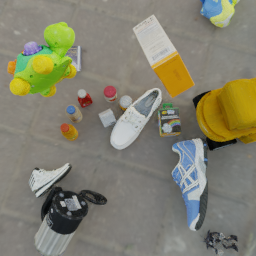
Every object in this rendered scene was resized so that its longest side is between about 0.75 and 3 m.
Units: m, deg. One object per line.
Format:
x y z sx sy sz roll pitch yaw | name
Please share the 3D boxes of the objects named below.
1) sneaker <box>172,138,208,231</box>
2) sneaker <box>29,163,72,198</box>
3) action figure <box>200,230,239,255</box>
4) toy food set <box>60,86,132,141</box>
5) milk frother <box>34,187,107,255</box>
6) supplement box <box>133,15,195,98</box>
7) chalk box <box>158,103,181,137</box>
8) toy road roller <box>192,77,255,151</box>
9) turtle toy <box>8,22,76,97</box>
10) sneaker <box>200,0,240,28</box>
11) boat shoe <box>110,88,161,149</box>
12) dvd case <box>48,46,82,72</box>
1.825 1.626 8.293 1.023 1.005 2.656 -1 71 10 | sneaker
-2.426 1.372 8.479 1.384 0.522 0.796 -40 83 -6 | sneaker
2.642 3.289 8.078 1.047 0.534 0.622 3 89 -1 | action figure
-1.039 -0.605 8.617 2.397 1.079 1.144 -25 79 -5 | toy food set
-1.583 2.573 7.976 1.687 1.522 1.587 19 116 -24 | milk frother
0.852 -1.794 6.961 0.675 1.156 1.835 -30 47 14 | supplement box
1.279 -0.275 8.789 0.628 0.624 1.006 -4 77 1 | chalk box
3.463 -0.555 8.042 2.977 2.173 1.830 -15 78 -3 | toy road roller
-2.127 -1.689 7.140 2.173 1.583 1.098 -39 83 16 | turtle toy
3.283 -4.760 9.578 1.323 0.954 2.519 25 80 6 | sneaker
0.232 -0.363 8.707 0.811 0.794 2.290 35 81 5 | boat shoe
-2.195 -2.336 9.493 1.244 0.099 0.925 -1 78 0 | dvd case
